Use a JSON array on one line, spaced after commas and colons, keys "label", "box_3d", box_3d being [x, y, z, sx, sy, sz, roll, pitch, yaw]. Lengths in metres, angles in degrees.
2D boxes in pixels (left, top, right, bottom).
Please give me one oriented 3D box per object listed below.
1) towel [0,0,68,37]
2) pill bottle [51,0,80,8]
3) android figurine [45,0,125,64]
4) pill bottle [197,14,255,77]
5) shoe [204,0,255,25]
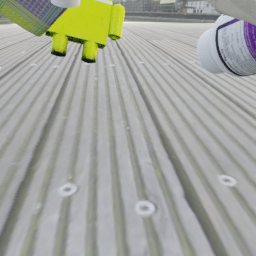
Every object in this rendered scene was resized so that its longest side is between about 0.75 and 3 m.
[{"label": "towel", "box_3d": [-1.865, -2.957, 5.527, 2.358, 1.694, 0.269, -30, 39, 40]}, {"label": "pill bottle", "box_3d": [-0.821, -2.147, 3.657, 0.553, 0.997, 0.553, 6, 43, -5]}, {"label": "android figurine", "box_3d": [-1.358, -3.371, 8.017, 2.588, 2.843, 0.584, 10, -4, -18]}, {"label": "pill bottle", "box_3d": [2.398, -1.671, 5.104, 1.348, 1.348, 2.420, -11, 5, -23]}, {"label": "shoe", "box_3d": [1.033, -1.780, 2.805, 2.812, 0.983, 0.751, 34, -18, -15]}]
